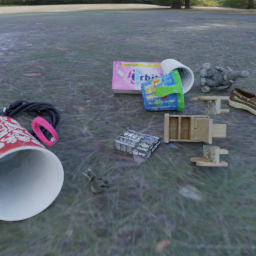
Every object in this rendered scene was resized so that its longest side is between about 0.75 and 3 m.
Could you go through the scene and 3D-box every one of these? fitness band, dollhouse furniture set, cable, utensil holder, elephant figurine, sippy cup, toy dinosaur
[{"bbox_3d":[-2.059,0.098,6.885,0.726,1.011,0.189,45,61,-3],"label":"fitness band"},{"bbox_3d":[1.946,0.046,8.375,1.420,1.873,2.137,1,2,-1],"label":"dollhouse furniture set"},{"bbox_3d":[-3.798,-0.306,10.114,2.838,0.721,2.315,25,37,37],"label":"cable"},{"bbox_3d":[2.210,-2.522,13.514,1.408,1.408,1.657,-5,28,-9],"label":"utensil holder"},{"bbox_3d":[4.478,-2.337,13.269,2.056,1.455,1.595,-1,42,13],"label":"elephant figurine"},{"bbox_3d":[1.347,-1.396,11.385,1.559,2.127,1.671,-11,57,3],"label":"sippy cup"},{"bbox_3d":[-0.760,1.481,7.262,0.549,0.413,1.074,-23,41,-12],"label":"toy dinosaur"}]

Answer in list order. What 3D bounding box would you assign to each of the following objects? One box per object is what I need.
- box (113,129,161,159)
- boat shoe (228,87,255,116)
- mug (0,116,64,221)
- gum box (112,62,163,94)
[{"bbox_3d":[0.301,0.482,9.085,1.245,0.306,1.004,15,30,26],"label":"box"},{"bbox_3d":[5.237,-1.044,11.272,2.441,0.903,0.901,23,36,36],"label":"boat shoe"},{"bbox_3d":[-3.241,0.829,6.938,2.417,1.817,2.723,-14,28,-31],"label":"mug"},{"bbox_3d":[0.455,-2.316,13.011,2.302,1.306,0.761,2,-5,3],"label":"gum box"}]
